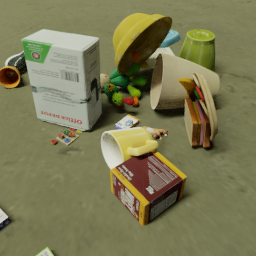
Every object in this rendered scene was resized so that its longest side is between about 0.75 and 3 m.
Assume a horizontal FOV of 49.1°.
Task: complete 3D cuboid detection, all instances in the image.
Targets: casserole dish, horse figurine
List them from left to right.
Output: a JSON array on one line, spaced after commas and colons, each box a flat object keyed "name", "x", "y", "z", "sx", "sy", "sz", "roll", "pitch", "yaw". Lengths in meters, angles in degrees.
[{"name": "horse figurine", "x": 0.659, "y": 0.194, "z": 8.970, "sx": 1.198, "sy": 0.299, "sz": 0.794, "roll": 4, "pitch": 31, "yaw": 12}, {"name": "casserole dish", "x": 1.940, "y": -4.672, "z": 14.425, "sx": 1.066, "sy": 0.341, "sz": 1.759, "roll": 32, "pitch": 50, "yaw": 30}]

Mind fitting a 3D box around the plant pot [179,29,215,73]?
[{"name": "plant pot", "x": 2.897, "y": -3.107, "z": 11.664, "sx": 1.734, "sy": 1.670, "sz": 1.734, "roll": 0, "pitch": 42, "yaw": 0}]

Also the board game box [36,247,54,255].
[{"name": "board game box", "x": -2.156, "y": 3.300, "z": 5.557, "sx": 1.809, "sy": 0.271, "sz": 0.864, "roll": -29, "pitch": 49, "yaw": -32}]

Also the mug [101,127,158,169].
[{"name": "mug", "x": 0.141, "y": 0.611, "z": 7.926, "sx": 1.256, "sy": 1.226, "sz": 1.530, "roll": -16, "pitch": 38, "yaw": -30}]

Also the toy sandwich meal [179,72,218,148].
[{"name": "toy sandwich meal", "x": 2.035, "y": -0.539, "z": 8.386, "sx": 0.789, "sy": 2.304, "sz": 2.304, "roll": -15, "pitch": 41, "yaw": 8}]

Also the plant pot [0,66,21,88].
[{"name": "plant pot", "x": -4.731, "y": -2.124, "z": 11.290, "sx": 0.834, "sy": 0.834, "sz": 0.763, "roll": -7, "pitch": 26, "yaw": -8}]

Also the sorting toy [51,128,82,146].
[{"name": "sorting toy", "x": -1.929, "y": 0.236, "z": 9.034, "sx": 0.529, "sy": 0.185, "sz": 1.097, "roll": 26, "pitch": 48, "yaw": 26}]

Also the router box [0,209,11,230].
[{"name": "router box", "x": -3.482, "y": 2.270, "z": 6.719, "sx": 0.836, "sy": 0.228, "sz": 0.932, "roll": 30, "pitch": 50, "yaw": 29}]

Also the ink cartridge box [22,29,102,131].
[{"name": "ink cartridge box", "x": -1.993, "y": -1.499, "z": 9.010, "sx": 2.058, "sy": 2.808, "sz": 1.166, "roll": 14, "pitch": 38, "yaw": 14}]

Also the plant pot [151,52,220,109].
[{"name": "plant pot", "x": 2.023, "y": -1.525, "z": 9.874, "sx": 2.113, "sy": 1.979, "sz": 1.979, "roll": 6, "pitch": 41, "yaw": -6}]

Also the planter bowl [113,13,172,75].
[{"name": "planter bowl", "x": 0.265, "y": -3.344, "z": 10.353, "sx": 1.129, "sy": 2.712, "sz": 2.712, "roll": 47, "pitch": 56, "yaw": 9}]

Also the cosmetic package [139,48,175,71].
[{"name": "cosmetic package", "x": 1.151, "y": -3.059, "z": 12.415, "sx": 1.650, "sy": 0.587, "sz": 0.868, "roll": -7, "pitch": 42, "yaw": -7}]

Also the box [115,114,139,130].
[{"name": "box", "x": -0.052, "y": -0.124, "z": 9.461, "sx": 0.476, "sy": 0.166, "sz": 0.799, "roll": 30, "pitch": 52, "yaw": 29}]

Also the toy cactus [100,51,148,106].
[{"name": "toy cactus", "x": -0.506, "y": -1.831, "z": 10.671, "sx": 2.380, "sy": 1.475, "sz": 2.884, "roll": 0, "pitch": 49, "yaw": 14}]

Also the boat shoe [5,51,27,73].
[{"name": "boat shoe", "x": -4.337, "y": -3.121, "z": 12.386, "sx": 0.664, "sy": 0.832, "sz": 2.201, "roll": 24, "pitch": 59, "yaw": 25}]

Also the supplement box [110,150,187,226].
[{"name": "supplement box", "x": 0.485, "y": 1.433, "z": 7.148, "sx": 1.367, "sy": 0.908, "sz": 1.348, "roll": -28, "pitch": 49, "yaw": -28}]
